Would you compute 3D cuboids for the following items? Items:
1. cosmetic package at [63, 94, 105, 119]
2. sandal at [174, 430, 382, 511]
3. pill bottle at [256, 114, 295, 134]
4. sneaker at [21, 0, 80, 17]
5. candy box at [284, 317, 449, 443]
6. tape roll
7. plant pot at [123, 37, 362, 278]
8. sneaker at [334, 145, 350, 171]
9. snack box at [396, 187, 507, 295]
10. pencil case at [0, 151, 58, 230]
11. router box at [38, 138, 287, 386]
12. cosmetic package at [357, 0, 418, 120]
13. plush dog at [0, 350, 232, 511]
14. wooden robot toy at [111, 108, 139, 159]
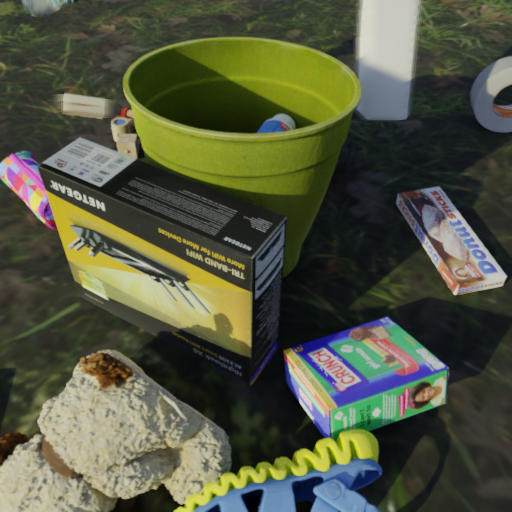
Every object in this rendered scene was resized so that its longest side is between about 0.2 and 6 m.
[{"bbox_3d":[-3.144,-2.723,10.218,0.700,0.362,0.306,2,87,-21],"label":"cosmetic package"},{"bbox_3d":[0.332,3.109,6.523,3.013,1.198,1.312,-17,51,-14],"label":"sandal"},{"bbox_3d":[0.293,-1.965,9.595,0.633,0.633,1.127,14,46,13],"label":"pill bottle"},{"bbox_3d":[-3.271,-4.828,9.867,1.846,0.716,0.797,-43,45,-19],"label":"sneaker"},{"bbox_3d":[1.493,1.694,7.929,1.807,0.696,1.528,-16,26,-15],"label":"candy box"},{"bbox_3d":[5.905,-3.737,13.033,1.680,1.680,0.555,4,44,4],"label":"tape roll"},{"bbox_3d":[-0.248,-1.359,9.354,3.487,3.358,3.487,2,41,-1],"label":"plant pot"},{"bbox_3d":[1.191,-2.935,12.778,1.465,1.226,3.228,0,51,-14],"label":"sneaker"},{"bbox_3d":[3.593,-0.363,10.582,0.936,0.317,2.604,-9,45,-9],"label":"snack box"},{"bbox_3d":[-4.328,-1.355,11.186,0.913,0.913,2.065,-34,52,-30],"label":"pencil case"},{"bbox_3d":[-1.339,0.103,8.355,3.548,2.789,0.927,23,49,21],"label":"router box"},{"bbox_3d":[2.409,-4.235,10.222,0.824,3.254,1.343,0,23,0],"label":"cosmetic package"},{"bbox_3d":[-2.041,2.456,6.777,2.763,2.217,2.373,29,75,26],"label":"plush dog"},{"bbox_3d":[-2.798,-3.431,13.090,1.140,1.175,2.589,11,45,10],"label":"wooden robot toy"}]
